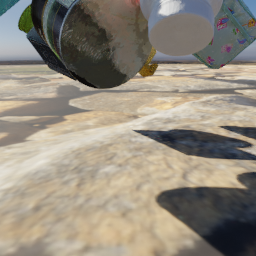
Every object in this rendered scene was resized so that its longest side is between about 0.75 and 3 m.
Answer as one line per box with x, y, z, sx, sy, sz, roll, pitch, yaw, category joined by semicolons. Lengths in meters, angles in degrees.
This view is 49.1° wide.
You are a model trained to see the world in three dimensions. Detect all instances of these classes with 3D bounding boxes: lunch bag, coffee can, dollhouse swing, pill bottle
2.802;-3.335;9.006;2.783;2.232;1.073;28;37;-37;lunch bag
-0.752;-1.871;5.126;1.591;1.591;2.173;-8;34;-27;coffee can
0.436;-2.403;8.523;1.282;1.127;1.165;39;-7;-18;dollhouse swing
0.746;-2.110;3.979;1.135;2.051;1.135;3;-22;1;pill bottle

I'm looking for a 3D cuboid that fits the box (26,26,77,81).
-1.933;-2.229;7.981;1.124;0.811;1.514;27;-15;19;box

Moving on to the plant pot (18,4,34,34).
-2.728;-3.254;8.963;1.038;1.078;1.078;37;17;-3;plant pot

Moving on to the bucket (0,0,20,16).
-2.884;-2.759;5.190;2.196;1.429;2.196;-24;37;19;bucket
